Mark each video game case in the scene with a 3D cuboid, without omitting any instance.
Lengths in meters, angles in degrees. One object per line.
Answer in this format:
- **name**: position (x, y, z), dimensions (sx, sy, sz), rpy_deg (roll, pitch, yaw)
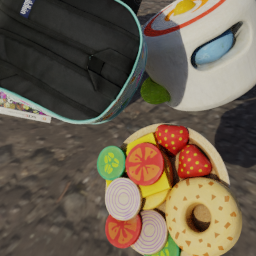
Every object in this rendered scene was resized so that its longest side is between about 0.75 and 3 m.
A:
- **video game case**: position (-2.059, -0.762, 5.760), dimensions (1.155, 1.274, 0.228), rpy_deg (12, 33, -17)

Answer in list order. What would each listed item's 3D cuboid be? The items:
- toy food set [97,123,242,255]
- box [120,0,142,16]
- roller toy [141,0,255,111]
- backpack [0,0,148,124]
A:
- **toy food set**: position (0.362, 0.766, 3.349), dimensions (1.666, 0.410, 1.684), rpy_deg (-27, 68, 24)
- **box**: position (-0.523, -2.866, 5.612), dimensions (1.167, 1.394, 1.877), rpy_deg (5, 71, 46)
- **roller toy**: position (1.426, -1.700, 5.600), dimensions (2.348, 1.798, 2.574), rpy_deg (-3, 42, 41)
- **backpack**: position (-0.809, -1.050, 4.066), dimensions (2.172, 1.665, 1.909), rpy_deg (27, 90, 14)
